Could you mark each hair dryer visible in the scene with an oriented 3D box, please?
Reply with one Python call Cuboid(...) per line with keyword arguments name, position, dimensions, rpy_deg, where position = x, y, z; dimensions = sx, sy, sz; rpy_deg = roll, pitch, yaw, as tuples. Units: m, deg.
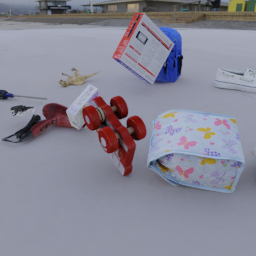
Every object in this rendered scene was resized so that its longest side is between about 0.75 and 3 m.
Cuboid(name="hair dryer", position=(-2.547, -0.107, 8.878), dimensions=(2.489, 0.676, 1.896), rpy_deg=(-8, 43, -8))

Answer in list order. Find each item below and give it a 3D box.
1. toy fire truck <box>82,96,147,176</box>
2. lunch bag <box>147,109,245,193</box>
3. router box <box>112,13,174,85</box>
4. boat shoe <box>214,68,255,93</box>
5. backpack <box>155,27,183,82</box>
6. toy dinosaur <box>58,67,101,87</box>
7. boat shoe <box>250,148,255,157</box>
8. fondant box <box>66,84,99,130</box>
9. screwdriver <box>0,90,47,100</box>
Cuboid(name="toy fire truck", position=(-0.384, 0.150, 6.472), dimensions=(0.940, 1.409, 1.677), rpy_deg=(-23, 58, -27))
Cuboid(name="lunch bag", position=(1.455, 0.455, 6.393), dimensions=(1.931, 1.228, 1.638), rpy_deg=(9, 38, 4))
Cuboid(name="router box", position=(0.709, -3.321, 11.986), dimensions=(2.332, 2.093, 0.570), rpy_deg=(28, 2, -45))
Cuboid(name="boat shoe", position=(5.496, -2.238, 12.909), dimensions=(2.868, 0.958, 1.055), rpy_deg=(7, 25, 15))
Cuboid(name="backpack", position=(1.722, -3.723, 14.235), dimensions=(2.098, 2.582, 2.167), rpy_deg=(9, 25, 17))
Cuboid(name="toy dinosaur", position=(-2.564, -2.513, 14.204), dimensions=(2.339, 0.681, 1.183), rpy_deg=(-25, 49, -30))
Cuboid(name="boat shoe", position=(3.877, 0.589, 6.749), dimensions=(2.741, 1.012, 0.827), rpy_deg=(-4, 62, -49))
Cuboid(name="fondant box", position=(-1.302, -0.619, 8.347), dimensions=(0.331, 0.819, 1.136), rpy_deg=(28, 66, 15))
Cuboid(name="screwdriver", position=(-4.541, -1.258, 11.554), dimensions=(2.878, 0.419, 0.401), rpy_deg=(12, 27, 16))
